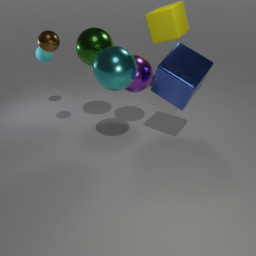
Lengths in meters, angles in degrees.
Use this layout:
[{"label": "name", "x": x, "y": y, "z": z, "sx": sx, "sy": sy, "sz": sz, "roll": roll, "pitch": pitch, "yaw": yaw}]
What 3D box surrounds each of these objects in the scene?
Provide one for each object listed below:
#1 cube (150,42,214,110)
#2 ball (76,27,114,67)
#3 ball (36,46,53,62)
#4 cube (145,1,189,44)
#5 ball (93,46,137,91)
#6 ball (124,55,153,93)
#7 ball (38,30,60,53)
[{"label": "cube", "x": 1.821, "y": -1.760, "z": 9.682, "sx": 1.400, "sy": 1.400, "sz": 1.400, "roll": 34, "pitch": 64, "yaw": 10}, {"label": "ball", "x": -1.222, "y": -2.981, "z": 10.368, "sx": 1.400, "sy": 1.400, "sz": 1.400, "roll": 0, "pitch": 29, "yaw": 0}, {"label": "ball", "x": -3.536, "y": -3.139, "z": 11.860, "sx": 0.700, "sy": 0.700, "sz": 0.700, "roll": 0, "pitch": 29, "yaw": 0}, {"label": "cube", "x": 1.900, "y": -5.004, "z": 13.315, "sx": 1.400, "sy": 1.400, "sz": 1.400, "roll": -1, "pitch": 32, "yaw": 36}, {"label": "ball", "x": -0.413, "y": -1.884, "z": 8.933, "sx": 1.400, "sy": 1.400, "sz": 1.400, "roll": 0, "pitch": 29, "yaw": 0}, {"label": "ball", "x": 0.252, "y": -2.058, "z": 10.691, "sx": 1.400, "sy": 1.400, "sz": 1.400, "roll": 0, "pitch": 29, "yaw": 0}, {"label": "ball", "x": -2.612, "y": -2.858, "z": 9.261, "sx": 0.700, "sy": 0.700, "sz": 0.700, "roll": 0, "pitch": 29, "yaw": 0}]
